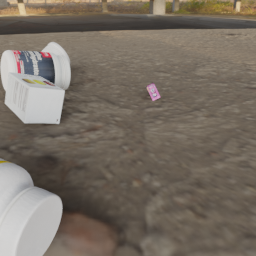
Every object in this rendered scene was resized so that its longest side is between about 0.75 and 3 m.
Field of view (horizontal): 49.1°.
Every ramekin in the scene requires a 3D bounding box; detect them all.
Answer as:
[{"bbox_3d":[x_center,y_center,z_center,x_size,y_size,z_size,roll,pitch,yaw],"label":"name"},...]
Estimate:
[{"bbox_3d":[-3.398,-3.183,12.924,1.363,1.363,0.716,22,56,37],"label":"ramekin"}]

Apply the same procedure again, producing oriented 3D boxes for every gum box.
[{"bbox_3d":[0.907,-1.311,10.080,0.306,0.525,0.925,-26,9,9],"label":"gum box"}]

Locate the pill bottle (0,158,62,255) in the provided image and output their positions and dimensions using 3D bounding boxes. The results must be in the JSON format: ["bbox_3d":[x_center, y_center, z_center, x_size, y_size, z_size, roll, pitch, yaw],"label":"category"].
[{"bbox_3d":[-2.415,1.085,4.283,2.629,1.463,1.463,17,31,17],"label":"pill bottle"}]

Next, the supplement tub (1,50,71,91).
[{"bbox_3d":[-3.476,-2.084,10.561,2.236,1.569,1.569,-8,26,-34],"label":"supplement tub"}]

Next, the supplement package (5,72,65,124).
[{"bbox_3d":[-2.955,-0.955,8.762,1.127,1.085,1.981,0,20,-40],"label":"supplement package"}]
